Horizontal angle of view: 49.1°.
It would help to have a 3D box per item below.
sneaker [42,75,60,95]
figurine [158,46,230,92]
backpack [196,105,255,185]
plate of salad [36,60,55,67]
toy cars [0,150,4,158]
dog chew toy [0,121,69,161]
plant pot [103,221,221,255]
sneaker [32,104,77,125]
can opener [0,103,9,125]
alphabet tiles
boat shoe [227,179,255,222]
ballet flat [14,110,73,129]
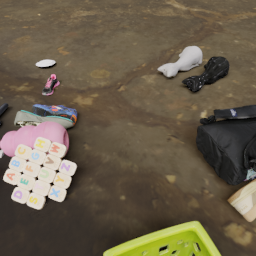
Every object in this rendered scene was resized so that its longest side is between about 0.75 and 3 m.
[{"bbox_3d":[-3.747,-2.091,13.398,0.526,0.635,1.332,10,44,8],"label":"sneaker"},{"bbox_3d":[3.195,-2.927,14.081,2.623,1.157,2.688,-33,50,-27],"label":"figurine"},{"bbox_3d":[4.045,0.486,9.527,2.971,1.881,2.480,-18,57,-20],"label":"backpack"},{"bbox_3d":[-4.479,-3.481,15.264,1.045,0.251,1.045,-3,31,2],"label":"plate of salad"},{"bbox_3d":[-4.834,0.992,10.231,0.786,0.174,0.352,-28,49,-28],"label":"toy cars"},{"bbox_3d":[-3.321,0.529,9.874,2.325,1.448,1.448,-4,41,3],"label":"dog chew toy"},{"bbox_3d":[0.876,3.664,5.758,2.286,2.075,2.275,-13,42,-14],"label":"plant pot"},{"bbox_3d":[-3.053,-0.615,11.756,2.001,0.754,0.785,14,34,4],"label":"sneaker"},{"bbox_3d":[-5.553,-0.465,11.734,0.547,0.678,1.725,-29,29,27],"label":"can opener"},{"bbox_3d":[-2.777,1.393,8.825,2.076,0.155,2.122,19,79,7],"label":"alphabet tiles"},{"bbox_3d":[4.383,1.900,8.667,2.941,1.048,0.949,-23,61,-24],"label":"boat shoe"},{"bbox_3d":[-3.380,-0.108,11.181,2.477,0.835,0.789,11,70,13],"label":"ballet flat"}]
